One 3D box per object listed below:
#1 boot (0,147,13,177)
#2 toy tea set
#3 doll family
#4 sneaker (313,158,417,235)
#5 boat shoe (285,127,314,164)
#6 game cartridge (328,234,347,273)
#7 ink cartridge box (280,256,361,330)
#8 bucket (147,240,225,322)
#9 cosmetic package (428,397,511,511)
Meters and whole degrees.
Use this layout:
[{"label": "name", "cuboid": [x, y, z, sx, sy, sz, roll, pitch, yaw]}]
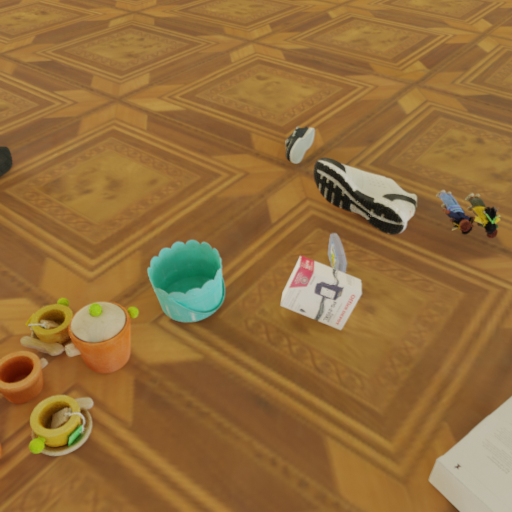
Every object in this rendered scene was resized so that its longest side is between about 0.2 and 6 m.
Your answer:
[{"label": "boot", "cuboid": [-6.326, -1.718, 11.763, 1.442, 0.747, 2.207, 5, 33, 14]}, {"label": "toy tea set", "cuboid": [-2.860, 1.553, 7.502, 1.785, 1.111, 3.002, 9, 41, 10]}, {"label": "doll family", "cuboid": [3.812, -0.691, 9.952, 1.518, 0.596, 0.878, -1, 53, -21]}, {"label": "sneaker", "cuboid": [2.112, -1.273, 10.967, 2.223, 0.820, 0.889, 37, 57, 19]}, {"label": "boat shoe", "cuboid": [0.903, -2.530, 12.759, 0.454, 0.570, 1.507, 13, 32, 18]}, {"label": "game cartridge", "cuboid": [1.391, 0.005, 9.661, 0.159, 0.524, 0.787, -1, 42, -8]}, {"label": "ink cartridge box", "cuboid": [1.006, 0.576, 8.650, 1.045, 0.757, 0.441, 22, 26, -3]}, {"label": "bucket", "cuboid": [-1.075, 0.422, 8.924, 1.210, 0.788, 1.210, -3, 43, 3]}, {"label": "cosmetic package", "cuboid": [3.417, 2.824, 6.434, 1.667, 0.571, 2.210, -24, 46, -28]}]
